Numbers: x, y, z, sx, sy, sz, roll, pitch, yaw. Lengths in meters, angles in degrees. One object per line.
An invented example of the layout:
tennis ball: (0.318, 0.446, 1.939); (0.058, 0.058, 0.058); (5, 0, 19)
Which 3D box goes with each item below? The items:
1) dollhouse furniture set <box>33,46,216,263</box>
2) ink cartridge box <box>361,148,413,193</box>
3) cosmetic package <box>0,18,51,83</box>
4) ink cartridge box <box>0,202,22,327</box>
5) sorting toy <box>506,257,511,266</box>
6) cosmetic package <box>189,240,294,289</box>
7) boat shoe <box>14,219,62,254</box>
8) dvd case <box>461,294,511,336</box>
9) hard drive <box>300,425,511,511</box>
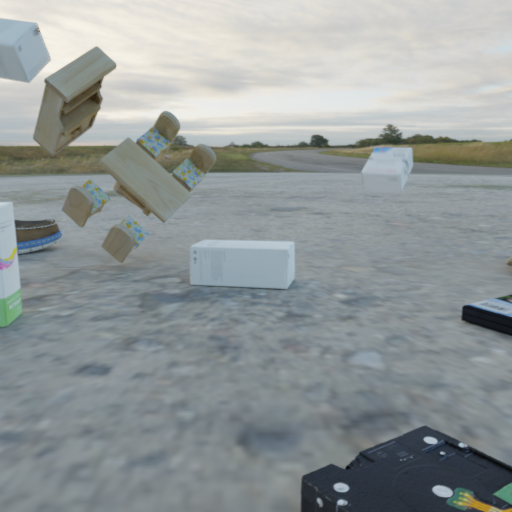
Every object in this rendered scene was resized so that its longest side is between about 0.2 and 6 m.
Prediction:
dollhouse furniture set: (-1.983, -1.597, 8.362); (2.180, 2.373, 1.544); (-52, 7, -35)
ink cartridge box: (2.744, -1.806, 11.685); (0.808, 0.467, 1.107); (7, 41, 27)
cosmetic package: (-3.216, -2.707, 7.360); (0.692, 0.571, 0.570); (13, 54, 14)
ink cartridge box: (-2.876, -0.072, 5.540); (0.877, 1.497, 0.504); (-1, 10, -4)
sorting toy: (4.662, 0.157, 7.895); (1.951, 0.261, 1.453); (6, 8, 30)
cosmetic package: (-0.163, 0.089, 7.315); (1.276, 0.541, 0.686); (3, 10, 13)
boat shoe: (-4.713, -0.526, 9.288); (2.855, 1.033, 1.031); (-6, 12, -30)
dvd case: (3.344, 0.593, 5.587); (2.117, 0.186, 1.510); (-6, 13, -33)
hard drive: (0.924, 1.163, 2.303); (0.904, 0.245, 1.294); (-7, 12, -35)
